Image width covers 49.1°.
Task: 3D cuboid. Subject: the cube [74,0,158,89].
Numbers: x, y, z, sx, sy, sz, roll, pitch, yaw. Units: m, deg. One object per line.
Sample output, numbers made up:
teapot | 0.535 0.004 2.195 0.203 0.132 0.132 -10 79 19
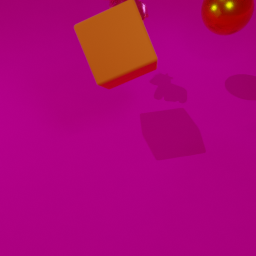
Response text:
cube | -0.184 -1.635 5.816 1.241 1.241 1.241 -22 92 7

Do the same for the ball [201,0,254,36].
ball | 2.518 -3.024 7.129 1.281 1.281 1.281 0 49 0

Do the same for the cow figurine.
cow figurine | -0.104 -3.143 6.990 1.400 0.769 1.378 20 57 -10
